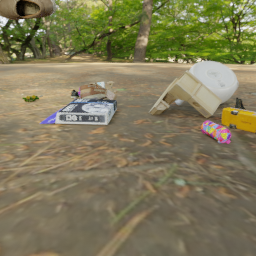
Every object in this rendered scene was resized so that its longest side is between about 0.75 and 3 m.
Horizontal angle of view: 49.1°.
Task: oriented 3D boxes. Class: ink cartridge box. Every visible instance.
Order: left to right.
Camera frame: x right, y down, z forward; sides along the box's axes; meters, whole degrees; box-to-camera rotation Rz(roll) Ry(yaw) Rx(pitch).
[{"bbox_3d":[-1.688,-0.630,10.149,2.322,0.504,2.300,0,17,5],"label":"ink cartridge box"}]

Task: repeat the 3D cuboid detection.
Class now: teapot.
[{"bbox_3d":[3.492,-1.699,12.046,2.226,1.626,2.197,23,52,14],"label":"teapot"}]

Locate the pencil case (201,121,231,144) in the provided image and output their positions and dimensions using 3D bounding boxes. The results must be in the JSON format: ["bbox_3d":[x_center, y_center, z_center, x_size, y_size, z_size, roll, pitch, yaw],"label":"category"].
[{"bbox_3d":[2.421,0.109,7.745,0.446,0.446,1.009,-4,18,-13],"label":"pencil case"}]

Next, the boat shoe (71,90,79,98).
[{"bbox_3d":[-2.733,-1.811,14.502,0.390,0.367,1.086,-2,15,-1],"label":"boat shoe"}]

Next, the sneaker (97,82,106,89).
[{"bbox_3d":[-1.624,-2.124,15.216,0.775,0.699,1.891,-13,11,-7],"label":"sneaker"}]

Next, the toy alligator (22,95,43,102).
[{"bbox_3d":[-4.439,-1.372,13.144,1.053,0.253,0.349,-16,-10,-42],"label":"toy alligator"}]

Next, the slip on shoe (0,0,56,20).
[{"bbox_3d":[-3.630,-4.086,9.488,2.447,0.930,0.741,11,36,19],"label":"slip on shoe"}]

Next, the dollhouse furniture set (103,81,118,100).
[{"bbox_3d":[-0.830,-1.399,11.914,0.551,1.063,0.471,39,35,23],"label":"dollhouse furniture set"}]

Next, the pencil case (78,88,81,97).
[{"bbox_3d":[-2.292,-1.853,14.406,0.517,0.476,1.120,24,11,-14],"label":"pencil case"}]

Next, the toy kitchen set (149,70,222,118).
[{"bbox_3d":[1.977,-0.720,10.443,1.566,1.731,1.919,-51,2,-23],"label":"toy kitchen set"}]

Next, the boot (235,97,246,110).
[{"bbox_3d":[4.312,-0.808,10.611,0.320,0.572,0.827,-6,18,-18],"label":"boot"}]

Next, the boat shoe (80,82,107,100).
[{"bbox_3d":[-1.416,-1.636,12.460,0.902,0.855,2.381,-18,5,17],"label":"boat shoe"}]

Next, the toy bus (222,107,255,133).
[{"bbox_3d":[3.701,-0.228,8.667,0.651,0.542,1.664,-10,18,-34],"label":"toy bus"}]
